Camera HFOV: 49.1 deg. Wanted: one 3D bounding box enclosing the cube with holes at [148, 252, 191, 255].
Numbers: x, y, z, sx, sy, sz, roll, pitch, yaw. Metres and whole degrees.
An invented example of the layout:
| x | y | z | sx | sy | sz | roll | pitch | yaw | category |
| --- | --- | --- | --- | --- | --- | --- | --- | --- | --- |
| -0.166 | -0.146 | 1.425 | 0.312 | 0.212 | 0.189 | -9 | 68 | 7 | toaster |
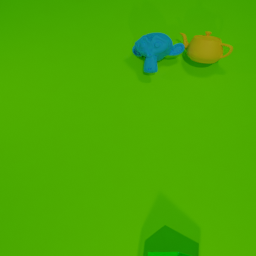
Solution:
| x | y | z | sx | sy | sz | roll | pitch | yaw | category |
| --- | --- | --- | --- | --- | --- | --- | --- | --- | --- |
| 1.012 | 3.136 | 5.719 | 0.949 | 0.949 | 0.949 | 26 | 56 | -26 | cube with holes |

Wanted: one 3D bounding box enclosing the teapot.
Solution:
| x | y | z | sx | sy | sz | roll | pitch | yaw | category |
| --- | --- | --- | --- | --- | --- | --- | --- | --- | --- |
| 2.329 | -2.515 | 8.594 | 1.780 | 0.872 | 1.107 | 23 | 34 | 31 | teapot |

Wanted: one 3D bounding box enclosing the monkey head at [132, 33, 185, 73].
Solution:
| x | y | z | sx | sy | sz | roll | pitch | yaw | category |
| --- | --- | --- | --- | --- | --- | --- | --- | --- | --- |
| 0.818 | -2.315 | 8.679 | 1.726 | 1.040 | 1.241 | 4 | 98 | 22 | monkey head |
